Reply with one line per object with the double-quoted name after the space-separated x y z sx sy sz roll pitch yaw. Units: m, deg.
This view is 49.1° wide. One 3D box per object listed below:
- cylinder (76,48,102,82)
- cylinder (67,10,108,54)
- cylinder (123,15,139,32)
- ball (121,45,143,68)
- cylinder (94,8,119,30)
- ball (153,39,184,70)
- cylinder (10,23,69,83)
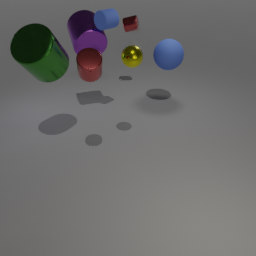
-1.070 -1.754 7.830 0.700 0.700 0.700 2 70 -5 "cylinder"
-1.687 -3.839 11.522 1.400 1.400 1.400 -10 57 -17 "cylinder"
0.156 -5.259 14.126 0.700 0.700 0.700 -8 28 15 "cylinder"
0.129 -2.264 8.886 0.700 0.700 0.700 0 30 0 "ball"
-0.805 -4.100 10.571 0.700 0.700 0.700 24 39 35 "cylinder"
1.877 -3.389 12.955 1.400 1.400 1.400 0 30 0 "ball"
-2.807 -2.383 9.074 1.400 1.400 1.400 7 -13 12 "cylinder"
